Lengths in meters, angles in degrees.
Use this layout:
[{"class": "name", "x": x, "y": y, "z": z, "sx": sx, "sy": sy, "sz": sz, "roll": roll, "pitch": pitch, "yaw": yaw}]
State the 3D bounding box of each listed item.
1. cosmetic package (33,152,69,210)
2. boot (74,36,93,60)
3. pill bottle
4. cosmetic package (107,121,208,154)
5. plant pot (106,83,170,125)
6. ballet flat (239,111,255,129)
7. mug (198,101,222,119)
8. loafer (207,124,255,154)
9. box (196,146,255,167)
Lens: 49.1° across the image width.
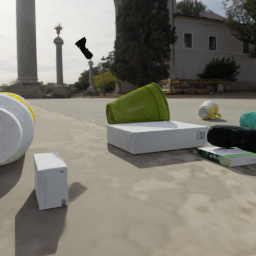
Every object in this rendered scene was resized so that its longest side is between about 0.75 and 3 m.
[{"class": "cosmetic package", "x": -1.126, "y": 0.715, "z": 4.021, "sx": 0.400, "sy": 0.557, "sz": 0.987, "roll": -3, "pitch": 6, "yaw": -20}, {"class": "boot", "x": -1.345, "y": -2.544, "z": 8.996, "sx": 0.311, "sy": 0.685, "sz": 0.816, "roll": -47, "pitch": 24, "yaw": -14}, {"class": "pill bottle", "x": -2.821, "y": -0.037, "z": 6.202, "sx": 1.464, "sy": 1.464, "sz": 2.807, "roll": -2, "pitch": 9, "yaw": -17}, {"class": "cosmetic package", "x": 0.763, "y": 0.190, "z": 7.711, "sx": 2.261, "sy": 0.584, "sz": 1.705, "roll": -4, "pitch": 10, "yaw": -25}, {"class": "plant pot", "x": 0.222, "y": -0.448, "z": 9.281, "sx": 1.696, "sy": 1.761, "sz": 1.761, "roll": -16, "pitch": 13, "yaw": -19}, {"class": "ballet flat", "x": 5.106, "y": -0.085, "z": 9.444, "sx": 2.708, "sy": 0.912, "sz": 0.953, "roll": -2, "pitch": 32, "yaw": -15}, {"class": "mug", "x": 4.297, "y": -0.915, "z": 14.865, "sx": 1.181, "sy": 0.946, "sz": 0.969, "roll": -2, "pitch": 13, "yaw": 38}, {"class": "loafer", "x": 2.717, "y": 0.222, "z": 6.467, "sx": 1.730, "sy": 0.630, "sz": 0.625, "roll": 16, "pitch": 23, "yaw": 11}, {"class": "box", "x": 2.171, "y": 0.599, "z": 6.185, "sx": 0.815, "sy": 0.205, "sz": 1.129, "roll": -3, "pitch": 7, "yaw": -22}]
